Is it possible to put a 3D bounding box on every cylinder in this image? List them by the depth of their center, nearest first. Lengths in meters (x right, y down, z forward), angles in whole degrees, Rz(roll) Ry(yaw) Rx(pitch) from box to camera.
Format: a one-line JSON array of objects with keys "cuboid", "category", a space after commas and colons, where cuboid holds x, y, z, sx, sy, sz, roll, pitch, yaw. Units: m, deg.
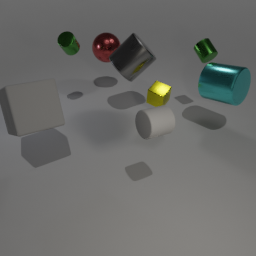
[{"cuboid": [0.645, -0.139, 6.678, 0.700, 0.700, 0.700, -13, 35, -29], "category": "cylinder"}, {"cuboid": [3.586, -1.656, 10.446, 1.400, 1.400, 1.400, -27, 35, -35], "category": "cylinder"}, {"cuboid": [3.061, -3.043, 11.047, 0.700, 0.700, 0.700, -18, 73, -26], "category": "cylinder"}, {"cuboid": [-2.374, -3.387, 11.246, 0.700, 0.700, 0.700, -2, 76, 10], "category": "cylinder"}, {"cuboid": [0.188, -2.848, 11.345, 1.400, 1.400, 1.400, -40, 29, 17], "category": "cylinder"}]

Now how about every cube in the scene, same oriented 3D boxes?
[{"cuboid": [-2.905, -0.616, 8.370, 1.400, 1.400, 1.400, -17, 11, -32], "category": "cube"}, {"cuboid": [1.205, -1.293, 10.955, 0.700, 0.700, 0.700, 28, 55, 19], "category": "cube"}]

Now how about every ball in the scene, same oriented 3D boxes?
[{"cuboid": [-1.030, -3.871, 13.507, 1.400, 1.400, 1.400, 0, 33, 0], "category": "ball"}]
